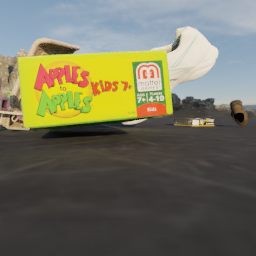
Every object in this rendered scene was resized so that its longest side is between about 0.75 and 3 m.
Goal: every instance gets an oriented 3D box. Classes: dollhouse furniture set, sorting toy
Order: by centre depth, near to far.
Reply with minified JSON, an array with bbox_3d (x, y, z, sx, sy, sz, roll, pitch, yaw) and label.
[{"bbox_3d":[-2.037,-0.370,5.458,0.928,1.036,1.308,7,-1,15],"label":"dollhouse furniture set"},{"bbox_3d":[-2.393,-1.266,7.476,0.454,2.489,2.304,35,15,2],"label":"sorting toy"}]

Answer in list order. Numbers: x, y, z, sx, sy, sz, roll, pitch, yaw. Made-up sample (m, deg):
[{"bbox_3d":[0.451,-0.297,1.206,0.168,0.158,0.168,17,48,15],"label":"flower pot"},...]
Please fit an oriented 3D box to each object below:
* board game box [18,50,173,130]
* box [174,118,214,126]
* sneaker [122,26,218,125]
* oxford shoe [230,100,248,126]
[{"bbox_3d":[-0.574,-0.397,4.251,1.516,0.711,2.985,-6,1,-11],"label":"board game box"},{"bbox_3d":[2.042,-0.188,8.712,0.815,0.252,1.021,-3,3,-22],"label":"box"},{"bbox_3d":[0.670,-1.274,6.951,1.199,2.993,1.053,36,25,-32],"label":"sneaker"},{"bbox_3d":[3.055,-0.284,7.723,0.418,0.486,1.151,-15,-32,29],"label":"oxford shoe"}]
